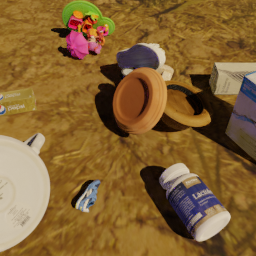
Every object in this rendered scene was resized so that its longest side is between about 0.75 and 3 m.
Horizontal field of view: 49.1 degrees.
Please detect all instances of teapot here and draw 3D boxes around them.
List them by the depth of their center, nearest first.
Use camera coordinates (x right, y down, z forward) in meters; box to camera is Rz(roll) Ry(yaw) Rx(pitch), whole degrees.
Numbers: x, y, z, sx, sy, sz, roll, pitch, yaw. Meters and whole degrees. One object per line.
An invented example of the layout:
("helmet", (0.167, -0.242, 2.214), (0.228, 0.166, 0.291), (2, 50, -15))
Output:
("teapot", (-3.336, 1.446, 6.670), (2.810, 2.053, 2.774), (3, 83, -36))

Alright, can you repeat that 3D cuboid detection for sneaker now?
("sneaker", (-0.981, 1.825, 7.494), (0.402, 0.361, 0.978), (23, 57, 18))
("sneaker", (0.849, -2.715, 10.248), (1.566, 0.998, 2.710), (-22, 23, -24))

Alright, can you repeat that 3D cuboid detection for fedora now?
("fedora", (1.684, -0.647, 9.331), (2.281, 0.930, 2.281), (13, 41, -11))

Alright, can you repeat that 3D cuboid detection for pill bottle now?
("pill bottle", (1.594, 1.795, 7.029), (1.025, 1.025, 1.772), (-21, 49, -19))

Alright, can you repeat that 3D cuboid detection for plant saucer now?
("plant saucer", (0.234, -0.871, 8.673), (0.399, 2.132, 2.132), (14, 29, -46))

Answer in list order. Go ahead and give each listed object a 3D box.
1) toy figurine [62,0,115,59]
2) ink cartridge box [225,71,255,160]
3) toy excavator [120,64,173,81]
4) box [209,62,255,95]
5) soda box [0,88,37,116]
("toy figurine", (-1.854, -4.116, 12.761), (2.562, 1.924, 2.358), (13, 56, -21))
("ink cartridge box", (4.299, -0.410, 8.278), (1.711, 2.324, 1.681), (-21, 48, -19))
("toy excavator", (0.813, -1.517, 10.358), (2.537, 1.267, 2.467), (-2, 43, -21))
("box", (4.468, -1.873, 10.655), (2.472, 1.016, 0.845), (-1, 46, 1))
("soda box", (-4.243, -0.879, 9.934), (1.834, 0.621, 0.587), (-12, 47, -11))
